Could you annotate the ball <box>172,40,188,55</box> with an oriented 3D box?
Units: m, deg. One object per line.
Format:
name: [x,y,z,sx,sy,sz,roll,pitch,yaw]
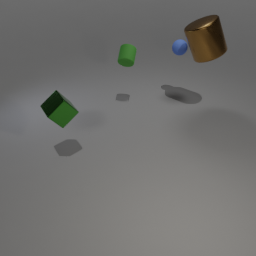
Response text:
ball: [2.361,-3.666,12.758,0.700,0.700,0.700,0,32,0]

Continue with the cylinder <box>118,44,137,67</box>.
cylinder: [-0.036,-3.023,11.690,0.700,0.700,0.700,7,73,11]

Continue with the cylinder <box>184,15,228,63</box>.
cylinder: [3.133,-3.581,11.281,1.400,1.400,1.400,-21,29,12]

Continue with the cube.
cube: [-2.059,-0.567,8.423,0.700,0.700,0.700,-45,47,1]
